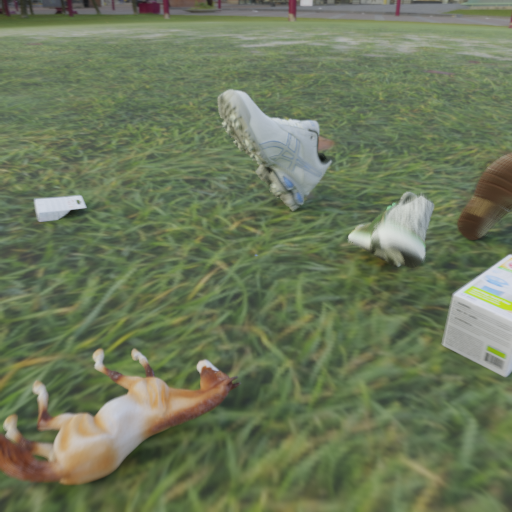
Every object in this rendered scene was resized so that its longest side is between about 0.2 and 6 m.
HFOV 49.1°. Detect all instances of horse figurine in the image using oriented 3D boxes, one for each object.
[{"bbox_3d":[-1.638,1.708,6.028,2.537,0.633,1.682,-24,37,-38],"label":"horse figurine"}]

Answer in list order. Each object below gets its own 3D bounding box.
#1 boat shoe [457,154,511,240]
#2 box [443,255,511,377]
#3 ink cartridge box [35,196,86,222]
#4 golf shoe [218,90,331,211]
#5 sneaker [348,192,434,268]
[{"bbox_3d":[4.310,-1.131,9.903,0.744,2.012,0.743,-24,67,-28],"label":"boat shoe"},{"bbox_3d":[3.407,0.749,7.590,1.649,0.836,0.928,-24,37,-37],"label":"box"},{"bbox_3d":[-4.030,-0.981,11.520,0.932,0.266,0.758,-4,28,-24],"label":"ink cartridge box"},{"bbox_3d":[0.431,-2.317,10.863,1.513,3.113,1.219,-42,51,1],"label":"golf shoe"},{"bbox_3d":[2.258,-0.459,8.938,0.938,1.081,2.439,32,0,-7],"label":"sneaker"}]
